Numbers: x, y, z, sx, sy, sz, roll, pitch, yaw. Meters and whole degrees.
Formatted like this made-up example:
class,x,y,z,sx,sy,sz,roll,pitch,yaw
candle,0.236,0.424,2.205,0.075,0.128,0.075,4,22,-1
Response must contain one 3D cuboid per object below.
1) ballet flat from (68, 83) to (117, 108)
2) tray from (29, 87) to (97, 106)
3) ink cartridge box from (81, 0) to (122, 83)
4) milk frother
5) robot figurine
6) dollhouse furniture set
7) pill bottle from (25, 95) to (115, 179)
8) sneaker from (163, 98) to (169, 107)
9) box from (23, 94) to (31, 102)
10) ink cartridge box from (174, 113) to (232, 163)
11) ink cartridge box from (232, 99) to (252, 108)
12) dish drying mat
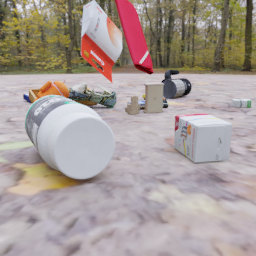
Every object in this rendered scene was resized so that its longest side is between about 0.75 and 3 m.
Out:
class,x,y,z,sx,sy,sz,roll,pitch,yaw
ballet flat,-1.726,-1.615,12.685,2.524,0.937,0.937,11,12,-7
tray,-3.075,-1.459,13.356,2.910,0.539,1.435,-9,30,-29
ink cartridge box,-0.995,-3.445,11.281,0.657,2.620,2.124,-19,-31,25
milk frother,2.456,-2.382,16.605,1.739,1.668,1.848,-14,-18,-48
robot figurine,-3.153,-1.356,11.834,1.580,1.136,0.921,-39,10,-12
dollhouse furniture set,0.487,-1.363,12.097,1.719,1.188,1.821,-6,14,-23
pill bottle,-1.247,0.102,5.672,1.325,1.325,2.344,-7,16,-28
sneaker,1.682,-1.178,13.045,0.367,0.394,0.994,1,15,-2
box,-4.462,-1.531,14.553,1.280,0.342,2.113,-11,19,-37
ink cartridge box,1.641,0.196,6.297,0.834,0.838,1.153,-3,14,-14
ink cartridge box,5.288,-1.160,13.073,0.796,0.331,0.584,3,14,12
dish drying mat,0.202,-3.009,8.931,0.243,2.675,1.027,-27,-22,36
